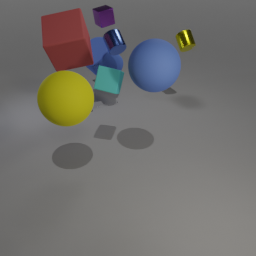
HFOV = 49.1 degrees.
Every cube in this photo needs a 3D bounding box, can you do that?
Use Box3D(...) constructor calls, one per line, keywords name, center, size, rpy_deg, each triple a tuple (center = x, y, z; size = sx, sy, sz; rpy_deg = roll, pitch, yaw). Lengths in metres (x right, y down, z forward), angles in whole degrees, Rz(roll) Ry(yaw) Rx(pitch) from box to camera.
Box3D(name="cube", center=(-1.070, -4.948, 12.410), size=(0.700, 0.700, 0.700), rpy_deg=(-25, 42, -19))
Box3D(name="cube", center=(-0.564, -1.455, 8.539), size=(0.700, 0.700, 0.700), rpy_deg=(14, 8, 5))
Box3D(name="cube", center=(-2.098, -3.047, 9.814), size=(1.400, 1.400, 1.400), rpy_deg=(-12, 65, 1))

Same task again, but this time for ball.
Box3D(name="ball", center=(-1.564, -0.737, 7.081), size=(1.400, 1.400, 1.400), rpy_deg=(0, 30, 0))
Box3D(name="ball", center=(0.702, -1.660, 7.493), size=(1.400, 1.400, 1.400), rpy_deg=(0, 30, 0))

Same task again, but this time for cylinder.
Box3D(name="cylinder", center=(-0.499, -3.216, 10.523), size=(0.700, 0.700, 0.700), rpy_deg=(-16, 75, -26))
Box3D(name="cylinder", center=(-1.128, -2.997, 12.270), size=(1.400, 1.400, 1.400), rpy_deg=(22, -8, 33))
Box3D(name="cylinder", center=(2.468, -3.734, 12.009), size=(0.700, 0.700, 0.700), rpy_deg=(-17, -7, -2))
